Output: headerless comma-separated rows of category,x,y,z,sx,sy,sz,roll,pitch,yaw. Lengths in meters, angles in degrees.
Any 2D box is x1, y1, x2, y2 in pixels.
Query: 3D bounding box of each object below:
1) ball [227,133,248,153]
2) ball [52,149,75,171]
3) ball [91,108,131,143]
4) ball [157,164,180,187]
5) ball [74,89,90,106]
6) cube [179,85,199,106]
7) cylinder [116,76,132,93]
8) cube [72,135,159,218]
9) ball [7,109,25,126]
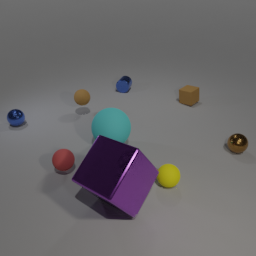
ball,3.863,0.535,9.861,0.700,0.700,0.700,0,31,0
ball,-2.031,1.001,8.814,0.700,0.700,0.700,0,31,0
ball,-0.592,-0.018,9.902,1.400,1.400,1.400,0,31,0
ball,1.212,1.422,8.377,0.700,0.700,0.700,0,31,0
ball,-1.962,-1.309,11.981,0.700,0.700,0.700,0,31,0
cube,2.902,-1.560,13.289,0.700,0.700,0.700,-30,36,-35
cylinder,-0.200,-2.285,14.612,0.700,0.700,0.700,8,32,14
cube,-0.291,1.242,7.314,1.400,1.400,1.400,17,69,38
ball,-4.601,-0.431,11.500,0.700,0.700,0.700,0,31,0
